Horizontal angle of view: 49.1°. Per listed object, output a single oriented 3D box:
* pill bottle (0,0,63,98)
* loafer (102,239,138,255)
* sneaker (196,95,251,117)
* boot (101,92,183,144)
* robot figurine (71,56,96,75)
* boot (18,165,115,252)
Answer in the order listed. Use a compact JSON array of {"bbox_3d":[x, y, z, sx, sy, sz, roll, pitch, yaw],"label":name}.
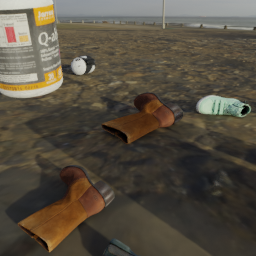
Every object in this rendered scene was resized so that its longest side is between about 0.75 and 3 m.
[{"bbox_3d":[-2.343,-2.134,6.104,1.551,2.666,1.551,0,31,0],"label":"pill bottle"},{"bbox_3d":[0.085,1.681,3.301,1.007,0.362,0.317,14,46,43],"label":"loafer"},{"bbox_3d":[2.833,-0.621,8.228,1.506,0.554,0.888,-4,17,-15],"label":"sneaker"},{"bbox_3d":[0.175,-0.272,7.700,2.008,0.688,1.890,-23,39,-29],"label":"boot"},{"bbox_3d":[-2.149,-3.054,13.558,0.850,1.023,1.362,37,34,13],"label":"robot figurine"},{"bbox_3d":[-1.086,1.199,4.431,1.259,0.458,1.338,27,42,33],"label":"boot"}]
